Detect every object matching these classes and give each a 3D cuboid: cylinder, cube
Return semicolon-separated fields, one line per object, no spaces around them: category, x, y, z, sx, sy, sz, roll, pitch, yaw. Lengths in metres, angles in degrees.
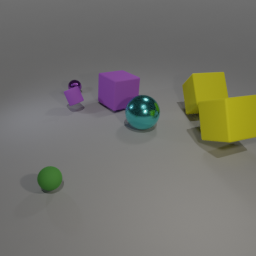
cylinder;-2.437;-1.438;12.603;0.700;0.700;0.700;-21;12;5
cube;-0.445;-1.787;13.075;1.400;1.400;1.400;-15;32;-34
cube;3.441;-0.331;9.594;1.400;1.400;1.400;-8;4;-24
cube;3.279;-1.463;12.000;1.400;1.400;1.400;-4;-11;-8

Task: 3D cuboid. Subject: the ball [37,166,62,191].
ball;-2.256;1.456;8.092;0.700;0.700;0.700;0;30;0

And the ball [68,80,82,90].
ball;-2.753;-2.151;14.507;0.700;0.700;0.700;0;30;0

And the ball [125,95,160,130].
ball;0.582;-0.626;11.213;1.400;1.400;1.400;0;30;0
